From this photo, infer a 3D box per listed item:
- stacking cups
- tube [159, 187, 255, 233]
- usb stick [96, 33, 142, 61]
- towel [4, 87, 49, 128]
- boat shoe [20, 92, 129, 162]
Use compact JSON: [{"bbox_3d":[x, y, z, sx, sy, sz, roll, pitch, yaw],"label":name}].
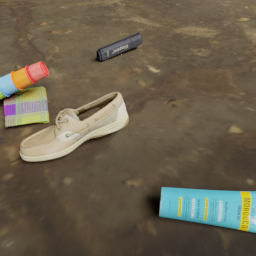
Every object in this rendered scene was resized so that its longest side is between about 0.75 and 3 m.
[{"bbox_3d":[-3.345,-1.219,8.033,2.250,0.681,0.681,-20,42,5],"label":"stacking cups"},{"bbox_3d":[1.776,1.587,5.563,2.289,0.886,0.577,4,6,7],"label":"tube"},{"bbox_3d":[-0.303,-3.159,10.917,2.051,0.569,0.334,-28,59,-22],"label":"usb stick"},{"bbox_3d":[-3.023,-0.661,8.347,1.246,0.197,1.734,-9,45,-16],"label":"towel"},{"bbox_3d":[-1.394,-0.084,6.977,2.855,0.927,1.030,-22,37,-8],"label":"boat shoe"}]
